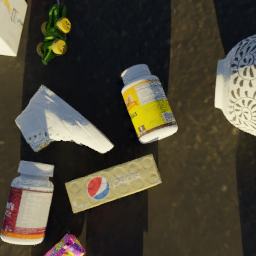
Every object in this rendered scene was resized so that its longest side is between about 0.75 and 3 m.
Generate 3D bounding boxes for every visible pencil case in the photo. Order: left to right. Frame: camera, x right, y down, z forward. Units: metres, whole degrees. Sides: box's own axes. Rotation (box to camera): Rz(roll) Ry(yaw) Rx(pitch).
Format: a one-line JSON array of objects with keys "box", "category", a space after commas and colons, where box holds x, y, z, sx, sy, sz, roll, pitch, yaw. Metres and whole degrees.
[{"box": [-1.991, 3.608, 7.423, 1.798, 0.795, 0.795, -44, 83, -7], "category": "pencil case"}]

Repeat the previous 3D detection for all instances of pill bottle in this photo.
[{"box": [-2.640, 1.955, 7.541, 1.109, 1.109, 2.025, 8, 79, 1], "category": "pill bottle"}, {"box": [0.538, -0.700, 8.016, 1.148, 1.148, 2.102, -19, 80, -3], "category": "pill bottle"}]

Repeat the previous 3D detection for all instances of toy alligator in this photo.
[{"box": [-2.149, -3.148, 8.711, 0.898, 0.651, 2.709, 3, 78, 33], "category": "toy alligator"}]

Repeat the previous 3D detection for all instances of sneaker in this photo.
[{"box": [-1.893, 0.196, 7.979, 2.829, 1.042, 1.635, 36, 83, 16], "category": "sneaker"}]

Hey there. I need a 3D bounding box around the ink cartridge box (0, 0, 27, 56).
[{"box": [-4.069, -3.361, 8.390, 1.369, 1.345, 1.860, 6, 80, 1], "category": "ink cartridge box"}]

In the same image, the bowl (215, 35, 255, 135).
[{"box": [3.071, -1.156, 7.466, 1.364, 2.907, 2.907, 4, 79, 20], "category": "bowl"}]

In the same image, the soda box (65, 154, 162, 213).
[{"box": [-0.376, 1.521, 7.785, 2.484, 0.795, 0.841, -18, 80, -3], "category": "soda box"}]
